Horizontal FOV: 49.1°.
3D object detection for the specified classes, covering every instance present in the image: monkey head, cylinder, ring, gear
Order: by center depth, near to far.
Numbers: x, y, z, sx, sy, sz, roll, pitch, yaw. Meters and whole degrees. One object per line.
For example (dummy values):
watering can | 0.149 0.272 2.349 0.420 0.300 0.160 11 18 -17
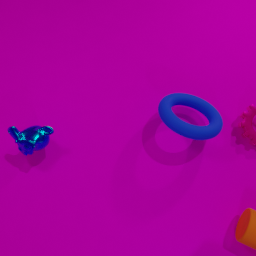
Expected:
cylinder | 2.826 2.223 6.002 0.760 0.760 0.760 23 68 10
monkey head | -2.294 0.168 6.551 0.884 1.228 0.740 55 50 -20
ring | 1.511 -0.315 6.787 1.615 0.323 1.615 10 40 -8
gear | 3.419 -0.086 7.120 1.137 0.210 1.137 0 80 3
